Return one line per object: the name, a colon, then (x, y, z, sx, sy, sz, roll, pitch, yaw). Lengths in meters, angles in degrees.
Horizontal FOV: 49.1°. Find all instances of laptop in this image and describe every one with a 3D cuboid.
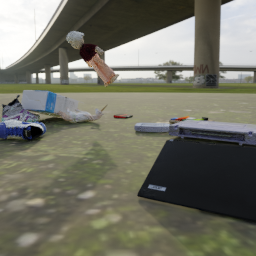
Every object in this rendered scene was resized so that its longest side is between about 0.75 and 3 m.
laptop: (1.593, 0.874, 4.730, 1.997, 1.164, 2.253, 6, -15, 28)

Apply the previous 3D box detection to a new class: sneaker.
sneaker: (-4.468, -0.807, 11.773, 0.661, 1.189, 1.700, 6, 11, 35)
sneaker: (-3.164, 0.064, 8.302, 1.437, 0.581, 0.830, -1, 7, -18)

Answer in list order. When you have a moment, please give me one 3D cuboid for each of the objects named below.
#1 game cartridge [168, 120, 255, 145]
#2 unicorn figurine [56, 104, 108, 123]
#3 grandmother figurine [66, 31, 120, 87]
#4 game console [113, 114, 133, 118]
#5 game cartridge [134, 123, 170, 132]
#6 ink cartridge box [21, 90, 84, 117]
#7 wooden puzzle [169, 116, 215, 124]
game cartridge: (2.761, 0.102, 8.596, 2.580, 0.495, 1.673, 6, 7, 32)
unicorn figurine: (-2.015, -0.559, 12.227, 1.955, 0.722, 1.343, -25, 32, -35)
grandmother figurine: (-1.688, -3.330, 13.206, 1.800, 2.968, 0.899, -25, 24, 51)
game console: (-0.244, -0.578, 13.830, 0.740, 0.130, 0.837, 10, 13, 26)
game cartridge: (0.869, -0.021, 9.977, 1.228, 0.255, 0.818, 2, 14, 11)
ink cartridge box: (-3.388, -1.017, 12.993, 1.522, 0.876, 2.627, 5, -5, 28)
wooden puzzle: (2.657, -0.301, 11.565, 2.325, 0.272, 1.569, 7, 12, 40)
